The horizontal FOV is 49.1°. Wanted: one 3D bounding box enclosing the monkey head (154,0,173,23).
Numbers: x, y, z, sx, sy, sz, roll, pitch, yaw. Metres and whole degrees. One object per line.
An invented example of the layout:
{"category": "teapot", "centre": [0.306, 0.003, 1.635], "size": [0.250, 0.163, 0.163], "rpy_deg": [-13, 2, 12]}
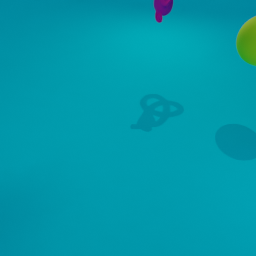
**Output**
{"category": "monkey head", "centre": [0.876, -3.513, 7.756], "size": [0.787, 0.659, 1.094], "rpy_deg": [14, 68, -6]}

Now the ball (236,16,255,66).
{"category": "ball", "centre": [3.553, -2.294, 7.368], "size": [1.322, 1.322, 1.322], "rpy_deg": [0, 43, 0]}
